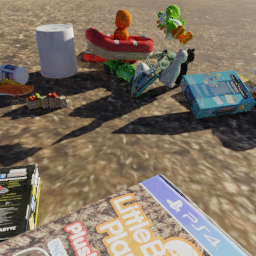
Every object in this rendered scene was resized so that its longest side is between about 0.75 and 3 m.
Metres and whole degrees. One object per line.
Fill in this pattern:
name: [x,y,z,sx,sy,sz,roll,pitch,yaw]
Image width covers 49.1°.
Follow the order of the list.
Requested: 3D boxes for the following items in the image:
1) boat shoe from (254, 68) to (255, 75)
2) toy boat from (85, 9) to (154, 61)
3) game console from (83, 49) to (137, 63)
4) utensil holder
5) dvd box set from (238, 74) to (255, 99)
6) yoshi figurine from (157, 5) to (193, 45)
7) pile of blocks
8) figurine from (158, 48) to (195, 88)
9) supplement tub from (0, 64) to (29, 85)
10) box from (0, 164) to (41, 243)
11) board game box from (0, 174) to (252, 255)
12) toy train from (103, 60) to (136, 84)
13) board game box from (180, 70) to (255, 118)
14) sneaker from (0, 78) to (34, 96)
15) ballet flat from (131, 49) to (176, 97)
boat shoe: [5.033,-1.516,9.497,1.038,0.848,2.810,42,30,-15]
toy boat: [-0.329,-4.014,11.962,2.987,1.953,1.950,-4,28,-19]
game console: [-0.712,-3.890,14.310,2.803,0.435,2.479,5,31,7]
utensil holder: [-2.993,-3.268,11.833,1.611,1.896,1.611,0,30,0]
dvd box set: [3.579,-1.457,10.276,2.167,0.319,1.586,-9,35,-15]
yoshi figurine: [1.617,-3.680,9.615,0.962,0.966,1.719,-17,51,-13]
pile of blocks: [-2.673,-0.985,9.381,1.533,0.476,0.629,-2,31,-4]
figurine: [1.858,-2.269,10.222,0.638,1.447,1.483,38,27,16]
supplement tub: [-4.518,-2.102,11.007,1.032,0.724,0.724,16,34,24]
box: [-2.882,1.540,5.061,2.360,0.582,1.884,-6,30,-10]
board game box: [-0.518,2.116,2.366,2.903,2.315,1.406,-17,34,-27]
toy train: [-0.153,-2.351,11.658,0.750,0.555,2.660,-28,40,-23]
board game box: [2.878,-1.132,9.115,1.965,0.461,1.484,-8,56,-13]
sneaker: [-4.182,-1.483,10.134,1.501,0.579,0.548,2,30,0]
ballet flat: [0.837,-2.133,10.428,1.043,1.043,2.810,23,47,33]
